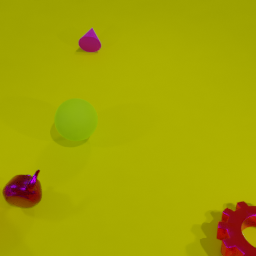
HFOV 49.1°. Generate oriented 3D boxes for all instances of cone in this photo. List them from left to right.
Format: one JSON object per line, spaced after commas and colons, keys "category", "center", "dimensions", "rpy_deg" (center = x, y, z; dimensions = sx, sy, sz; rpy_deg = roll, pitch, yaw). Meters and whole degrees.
{"category": "cone", "center": [-1.449, -3.607, 10.985], "dimensions": [0.888, 0.888, 0.892], "rpy_deg": [2, 64, 2]}

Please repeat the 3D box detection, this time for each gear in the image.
{"category": "gear", "center": [2.971, 2.393, 6.037], "dimensions": [1.982, 0.367, 1.982], "rpy_deg": [-3, 28, 1]}

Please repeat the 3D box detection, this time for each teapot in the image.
{"category": "teapot", "center": [-2.481, 1.449, 6.753], "dimensions": [0.918, 1.476, 0.723], "rpy_deg": [28, 47, -26]}

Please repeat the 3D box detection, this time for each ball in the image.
{"category": "ball", "center": [-1.442, -0.231, 7.821], "dimensions": [1.194, 1.194, 1.194], "rpy_deg": [0, 51, 0]}
